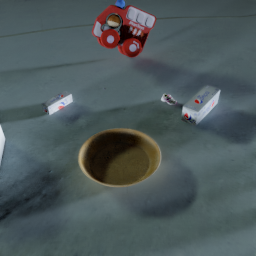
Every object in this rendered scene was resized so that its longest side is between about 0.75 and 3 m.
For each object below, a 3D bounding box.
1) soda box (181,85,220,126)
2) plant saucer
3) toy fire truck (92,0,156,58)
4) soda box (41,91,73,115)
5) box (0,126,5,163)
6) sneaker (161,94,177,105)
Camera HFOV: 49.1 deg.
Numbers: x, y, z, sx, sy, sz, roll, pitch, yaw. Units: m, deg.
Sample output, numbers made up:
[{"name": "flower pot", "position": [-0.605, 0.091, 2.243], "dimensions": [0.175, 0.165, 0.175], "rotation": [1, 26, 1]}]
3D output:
[{"name": "soda box", "position": [2.982, -0.946, 11.416], "dimensions": [0.673, 0.725, 2.123], "rotation": [26, 46, 28]}, {"name": "plant saucer", "position": [-0.268, 1.011, 9.192], "dimensions": [2.673, 0.473, 2.673], "rotation": [0, 39, 0]}, {"name": "toy fire truck", "position": [-0.251, -5.193, 14.599], "dimensions": [2.942, 2.470, 1.649], "rotation": [18, 14, -18]}, {"name": "soda box", "position": [-2.973, -1.074, 11.821], "dimensions": [0.445, 0.413, 1.303], "rotation": [26, 46, 29]}, {"name": "box", "position": [-4.930, 0.758, 9.029], "dimensions": [1.363, 1.068, 2.192], "rotation": [-7, 40, -8]}, {"name": "sneaker", "position": [1.777, -1.253, 12.108], "dimensions": [0.752, 0.332, 0.306], "rotation": [23, 45, 26]}]
